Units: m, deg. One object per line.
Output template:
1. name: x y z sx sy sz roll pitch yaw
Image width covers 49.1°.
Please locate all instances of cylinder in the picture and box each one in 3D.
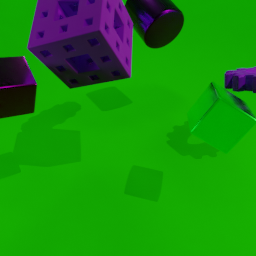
1. cylinder: 0.628 -2.734 6.888 1.108 1.108 1.108 -20 62 -22

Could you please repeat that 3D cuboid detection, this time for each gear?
1. gear: 2.991 -1.061 5.916 1.788 0.331 1.788 -5 16 2

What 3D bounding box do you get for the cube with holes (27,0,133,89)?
1. cube with holes: -0.691 -1.541 4.615 1.191 1.191 1.191 -7 65 20

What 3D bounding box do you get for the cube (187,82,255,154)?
1. cube: 1.465 -0.174 4.494 0.717 0.717 0.717 30 28 -9

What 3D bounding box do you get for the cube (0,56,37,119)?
1. cube: -1.987 -0.671 4.640 0.713 0.713 0.713 -13 58 -31
